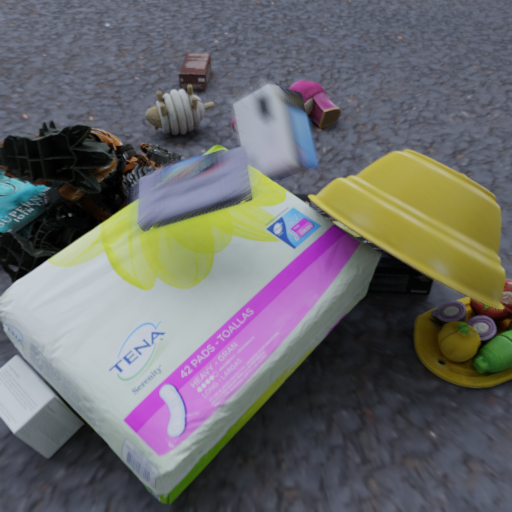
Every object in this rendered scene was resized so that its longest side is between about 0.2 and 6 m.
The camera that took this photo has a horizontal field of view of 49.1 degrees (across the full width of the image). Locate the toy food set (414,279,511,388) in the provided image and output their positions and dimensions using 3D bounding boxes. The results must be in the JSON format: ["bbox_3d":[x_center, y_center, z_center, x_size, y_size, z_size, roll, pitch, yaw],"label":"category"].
[{"bbox_3d":[3.577,0.910,8.241,2.589,0.846,1.523,-17,44,-18],"label":"toy food set"}]

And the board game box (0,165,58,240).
[{"bbox_3d":[-4.655,-1.179,10.898,2.182,0.454,3.226,21,45,22],"label":"board game box"}]

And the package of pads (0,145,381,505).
[{"bbox_3d":[-0.837,0.542,7.567,3.207,1.416,4.152,37,59,21],"label":"package of pads"}]

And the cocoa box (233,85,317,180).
[{"bbox_3d":[0.325,-2.043,9.463,0.892,1.338,0.878,-15,-6,42],"label":"cocoa box"}]

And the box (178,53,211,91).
[{"bbox_3d":[-1.635,-4.989,15.158,0.703,0.526,1.404,3,40,3],"label":"box"}]

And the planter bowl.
[{"bbox_3d":[2.274,-0.586,7.493,2.943,1.226,2.943,28,13,-7],"label":"planter bowl"}]

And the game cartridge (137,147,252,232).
[{"bbox_3d":[-0.754,-0.824,6.695,1.366,0.262,0.885,-16,51,7],"label":"game cartridge"}]

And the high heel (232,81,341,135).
[{"bbox_3d":[0.474,-3.487,12.953,3.057,1.030,1.467,-21,56,-29],"label":"high heel"}]

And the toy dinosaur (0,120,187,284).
[{"bbox_3d":[-2.862,-1.055,9.651,5.493,2.806,3.728,-5,22,10],"label":"toy dinosaur"}]

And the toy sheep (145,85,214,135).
[{"bbox_3d":[-1.741,-3.314,12.850,1.608,1.108,1.108,-11,43,-9],"label":"toy sheep"}]

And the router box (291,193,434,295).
[{"bbox_3d":[1.701,-0.252,9.706,2.435,0.636,1.915,3,42,4],"label":"router box"}]

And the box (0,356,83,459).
[{"bbox_3d":[-2.805,1.894,7.020,0.916,0.921,0.602,32,65,31],"label":"box"}]
